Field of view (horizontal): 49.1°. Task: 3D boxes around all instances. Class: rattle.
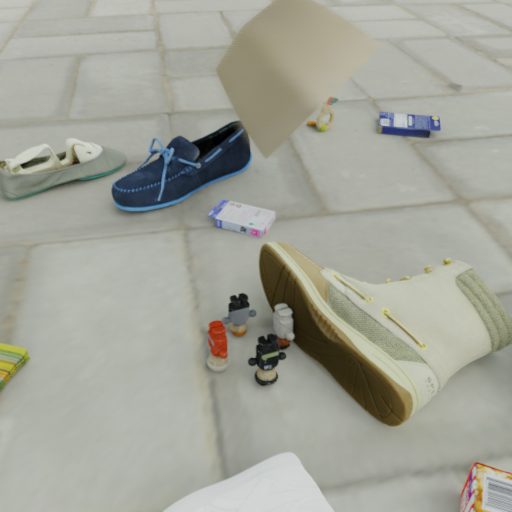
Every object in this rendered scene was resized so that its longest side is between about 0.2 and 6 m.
[{"bbox_3d":[1.443,-3.175,12.228,0.526,0.808,0.577,-14,39,-17],"label":"rattle"}]

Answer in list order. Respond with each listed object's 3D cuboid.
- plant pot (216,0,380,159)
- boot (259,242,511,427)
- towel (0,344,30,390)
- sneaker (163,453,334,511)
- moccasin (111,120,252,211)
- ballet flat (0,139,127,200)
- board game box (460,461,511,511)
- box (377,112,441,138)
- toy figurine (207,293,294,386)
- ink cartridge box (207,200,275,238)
[{"bbox_3d":[0.451,-2.852,8.516,1.552,1.754,1.751,45,63,-6],"label":"plant pot"},{"bbox_3d":[1.578,0.542,7.192,2.230,1.039,2.884,-24,49,-26],"label":"boot"},{"bbox_3d":[-3.645,1.848,6.204,1.033,0.217,2.401,7,39,18],"label":"towel"},{"bbox_3d":[-0.128,2.577,4.785,1.983,0.731,1.146,-20,39,-26],"label":"sneaker"},{"bbox_3d":[-1.374,-1.765,10.216,1.187,1.006,2.951,30,46,33],"label":"moccasin"},{"bbox_3d":[-3.565,-1.745,10.376,2.482,0.791,0.836,-24,44,-28],"label":"ballet flat"},{"bbox_3d":[2.913,2.967,4.366,2.590,0.600,1.962,13,39,17],"label":"board game box"},{"bbox_3d":[3.369,-2.886,12.334,1.328,0.215,0.804,7,38,11],"label":"box"},{"bbox_3d":[-0.054,1.027,6.899,1.004,0.698,0.988,11,33,16],"label":"toy figurine"},{"bbox_3d":[-0.251,-0.634,9.407,1.018,0.214,0.608,17,40,16],"label":"ink cartridge box"}]
